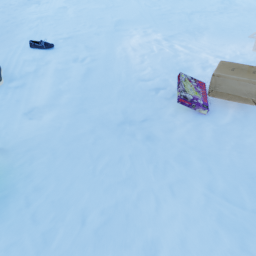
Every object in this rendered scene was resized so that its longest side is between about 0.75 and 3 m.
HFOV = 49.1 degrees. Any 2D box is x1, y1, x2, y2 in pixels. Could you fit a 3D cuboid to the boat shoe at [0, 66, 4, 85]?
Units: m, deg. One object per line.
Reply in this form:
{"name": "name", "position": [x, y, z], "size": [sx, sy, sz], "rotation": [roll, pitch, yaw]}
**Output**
{"name": "boat shoe", "position": [-4.654, -2.024, 9.434], "size": [0.702, 0.580, 1.875], "rotation": [-15, 42, -18]}

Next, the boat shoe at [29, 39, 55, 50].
{"name": "boat shoe", "position": [-3.495, -3.365, 11.262], "size": [1.028, 0.353, 0.433], "rotation": [-1, 39, -1]}

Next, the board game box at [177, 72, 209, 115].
{"name": "board game box", "position": [1.910, -1.066, 8.316], "size": [0.928, 0.250, 1.546], "rotation": [25, 39, -11]}

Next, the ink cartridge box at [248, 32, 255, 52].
{"name": "ink cartridge box", "position": [5.551, -3.271, 11.009], "size": [1.554, 0.523, 0.910], "rotation": [29, 47, 31]}

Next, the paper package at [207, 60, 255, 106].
{"name": "paper package", "position": [3.185, -1.346, 8.199], "size": [1.396, 0.758, 1.464], "rotation": [15, 32, 18]}
